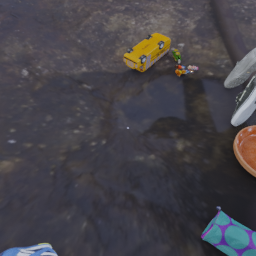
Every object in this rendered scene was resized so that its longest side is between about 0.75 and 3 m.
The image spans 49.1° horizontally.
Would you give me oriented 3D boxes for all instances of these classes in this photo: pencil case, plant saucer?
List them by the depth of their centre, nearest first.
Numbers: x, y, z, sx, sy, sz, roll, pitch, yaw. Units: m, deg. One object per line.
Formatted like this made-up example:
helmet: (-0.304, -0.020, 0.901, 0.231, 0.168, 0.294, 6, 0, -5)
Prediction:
pencil case: (2.211, 2.151, 5.099, 1.597, 0.680, 0.738, 28, 11, 21)
plant saucer: (3.344, 0.630, 6.602, 1.706, 0.275, 1.706, 3, 47, -3)

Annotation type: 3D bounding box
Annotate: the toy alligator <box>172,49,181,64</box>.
toy alligator: (1.640, -2.320, 9.147, 0.196, 0.270, 0.815, -3, 44, -9)

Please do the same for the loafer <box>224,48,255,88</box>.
loafer: (3.237, -1.654, 7.922, 0.484, 1.385, 0.483, 10, 56, -26)

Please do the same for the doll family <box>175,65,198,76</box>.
doll family: (1.731, -1.727, 8.514, 0.477, 0.346, 0.769, -6, 15, -44)

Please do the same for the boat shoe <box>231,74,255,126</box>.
boat shoe: (3.083, -0.715, 7.264, 0.507, 1.434, 0.457, 19, 18, -46)

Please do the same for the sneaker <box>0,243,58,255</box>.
sneaker: (-1.666, 2.264, 4.562, 0.543, 0.488, 1.320, 26, 11, 37)

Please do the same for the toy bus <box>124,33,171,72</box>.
toy bus: (0.626, -2.409, 8.964, 0.594, 0.714, 1.824, 33, 57, 21)
